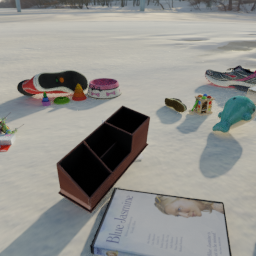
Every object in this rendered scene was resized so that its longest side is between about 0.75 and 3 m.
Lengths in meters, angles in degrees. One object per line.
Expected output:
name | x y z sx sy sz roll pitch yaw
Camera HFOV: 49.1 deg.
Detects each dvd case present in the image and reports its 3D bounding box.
dvd case | 0.630 1.740 5.005 2.227 0.195 1.589 5 26 11

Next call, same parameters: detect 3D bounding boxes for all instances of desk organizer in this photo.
desk organizer | -0.433 0.541 6.046 0.845 0.907 2.355 24 44 21

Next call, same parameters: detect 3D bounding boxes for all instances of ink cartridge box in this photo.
ink cartridge box | -3.663 0.411 7.793 0.839 0.183 0.728 -1 24 -3
ink cartridge box | -0.163 0.279 7.654 0.904 0.533 1.571 -6 26 -11

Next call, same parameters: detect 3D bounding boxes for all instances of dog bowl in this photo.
dog bowl | -1.000 -1.691 11.753 1.451 0.535 1.451 -1 25 0

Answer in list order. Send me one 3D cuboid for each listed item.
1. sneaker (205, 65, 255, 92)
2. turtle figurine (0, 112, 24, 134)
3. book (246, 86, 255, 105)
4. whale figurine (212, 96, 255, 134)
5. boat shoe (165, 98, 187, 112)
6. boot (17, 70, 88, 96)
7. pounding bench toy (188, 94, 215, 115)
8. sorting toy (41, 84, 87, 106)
sneaker | 4.765 -2.363 12.656 2.581 0.964 1.040 17 31 33
turtle figurine | -3.593 -0.107 8.456 0.754 0.778 0.560 17 -3 39
book | 5.941 -1.270 11.002 2.339 0.562 1.563 -19 35 -38
whale figurine | 3.178 -0.428 8.515 1.504 0.780 1.196 -36 24 -20
boat shoe | 1.791 -0.897 10.228 0.376 0.425 1.161 -18 31 -23
boot | -3.117 -1.787 11.660 1.886 0.947 2.615 -6 1 42
pounding bench toy | 2.536 -0.834 9.846 0.816 0.636 0.507 -11 28 -21
sorting toy | -2.486 -1.327 10.904 1.808 0.623 0.627 -14 29 -29
